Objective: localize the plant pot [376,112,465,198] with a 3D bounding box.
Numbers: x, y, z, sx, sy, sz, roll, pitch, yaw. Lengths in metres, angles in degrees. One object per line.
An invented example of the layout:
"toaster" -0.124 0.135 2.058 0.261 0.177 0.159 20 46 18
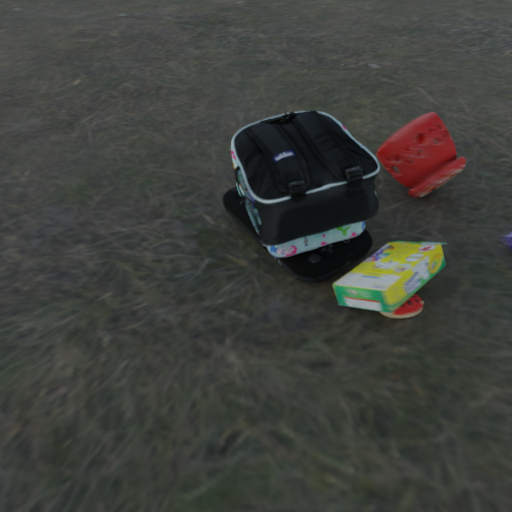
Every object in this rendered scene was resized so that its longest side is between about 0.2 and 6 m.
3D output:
"plant pot" 3.300 -1.933 11.165 1.397 1.397 1.273 -26 82 -30

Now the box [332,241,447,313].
"box" 2.209 0.250 8.993 1.817 0.440 1.066 -34 24 -33

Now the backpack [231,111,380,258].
"backpack" 0.706 -1.286 9.215 2.147 1.821 2.418 -17 49 -9

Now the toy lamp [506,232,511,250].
"toy lamp" 4.737 0.024 9.550 0.352 0.352 1.210 -13 44 -16

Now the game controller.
"game controller" 0.669 -0.633 10.110 1.575 0.636 3.019 -32 47 -14

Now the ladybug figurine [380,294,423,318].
"ladybug figurine" 2.273 0.744 8.775 0.727 0.261 0.493 -7 38 -9
